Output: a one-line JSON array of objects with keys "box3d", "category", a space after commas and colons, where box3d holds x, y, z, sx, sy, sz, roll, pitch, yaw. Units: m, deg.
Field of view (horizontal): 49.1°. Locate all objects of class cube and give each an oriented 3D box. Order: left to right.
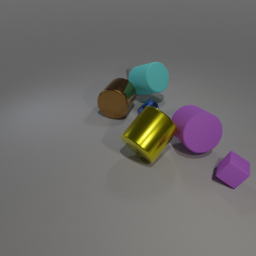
[{"box3d": [3.225, 1.274, 8.592, 0.700, 0.700, 0.700, 35, 34, 4], "category": "cube"}]

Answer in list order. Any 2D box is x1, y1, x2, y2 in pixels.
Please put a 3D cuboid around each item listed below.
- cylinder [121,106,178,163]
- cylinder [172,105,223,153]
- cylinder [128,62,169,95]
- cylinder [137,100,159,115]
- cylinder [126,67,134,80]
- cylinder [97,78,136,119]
[{"box3d": [0.712, 0.217, 9.457, 1.400, 1.400, 1.400, 29, 73, 39], "category": "cylinder"}, {"box3d": [2.381, -0.004, 9.924, 1.400, 1.400, 1.400, -5, 17, -8], "category": "cylinder"}, {"box3d": [0.968, -2.314, 13.251, 1.400, 1.400, 1.400, -24, 15, -33], "category": "cylinder"}, {"box3d": [0.871, -0.762, 12.096, 0.700, 0.700, 0.700, 20, 47, 30], "category": "cylinder"}, {"box3d": [0.281, -2.769, 14.777, 0.700, 0.700, 0.700, -9, -1, 0], "category": "cylinder"}, {"box3d": [-0.471, -1.330, 12.435, 1.400, 1.400, 1.400, 9, 32, 14], "category": "cylinder"}]
